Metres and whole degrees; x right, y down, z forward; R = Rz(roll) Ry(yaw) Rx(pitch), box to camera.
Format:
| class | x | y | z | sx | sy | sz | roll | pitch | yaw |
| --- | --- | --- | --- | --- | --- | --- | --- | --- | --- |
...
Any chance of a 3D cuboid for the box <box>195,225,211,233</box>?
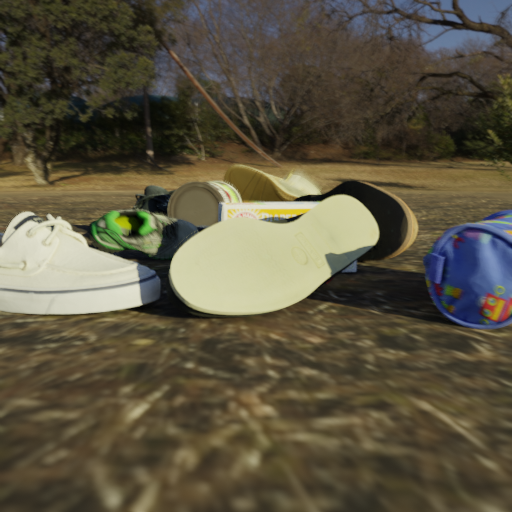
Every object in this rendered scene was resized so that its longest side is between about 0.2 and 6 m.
| class | x | y | z | sx | sy | sz | roll | pitch | yaw |
| --- | --- | --- | --- | --- | --- | --- | --- | --- | --- |
| box | -1.011 | -0.384 | 10.893 | 0.525 | 0.370 | 0.709 | -8 | 11 | -43 |

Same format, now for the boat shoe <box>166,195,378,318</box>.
| class | x | y | z | sx | sy | sz | roll | pitch | yaw |
| --- | --- | --- | --- | --- | --- | --- | --- | --- | --- |
| boat shoe | 0.189 | 0.089 | 6.123 | 2.884 | 1.055 | 0.904 | -20 | -15 | -43 |

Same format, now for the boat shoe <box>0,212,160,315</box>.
| class | x | y | z | sx | sy | sz | roll | pitch | yaw |
| --- | --- | --- | --- | --- | --- | --- | --- | --- | --- |
| boat shoe | -2.340 | 0.028 | 5.962 | 2.800 | 0.978 | 0.993 | 3 | 9 | 20 |

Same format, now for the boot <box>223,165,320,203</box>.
| class | x | y | z | sx | sy | sz | roll | pitch | yaw |
| --- | --- | --- | --- | --- | --- | --- | --- | --- | --- |
| boot | 0.515 | -1.595 | 13.829 | 2.658 | 0.958 | 2.056 | 25 | 21 | -5 |

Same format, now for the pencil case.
| class | x | y | z | sx | sy | sz | roll | pitch | yaw |
| --- | --- | --- | --- | --- | --- | --- | --- | --- | --- |
| pencil case | 2.496 | 0.042 | 5.901 | 1.068 | 0.959 | 2.459 | 9 | 12 | 30 |

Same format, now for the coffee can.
| class | x | y | z | sx | sy | sz | roll | pitch | yaw |
| --- | --- | --- | --- | --- | --- | --- | --- | --- | --- |
| coffee can | -1.072 | -1.010 | 12.166 | 1.226 | 1.226 | 1.675 | 2 | 8 | 10 |

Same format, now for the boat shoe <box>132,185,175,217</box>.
| class | x | y | z | sx | sy | sz | roll | pitch | yaw |
| --- | --- | --- | --- | --- | --- | --- | --- | --- | --- |
| boat shoe | -2.236 | -1.029 | 12.638 | 1.276 | 1.132 | 3.415 | 2 | 9 | 16 |

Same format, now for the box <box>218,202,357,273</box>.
| class | x | y | z | sx | sy | sz | roll | pitch | yaw |
| --- | --- | --- | --- | --- | --- | --- | --- | --- | --- |
| box | 0.412 | -0.289 | 8.143 | 1.908 | 0.967 | 1.073 | -1 | 7 | -5 |

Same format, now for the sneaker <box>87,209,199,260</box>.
| class | x | y | z | sx | sy | sz | roll | pitch | yaw |
| --- | --- | --- | --- | --- | --- | --- | --- | --- | --- |
| sneaker | -1.617 | -0.340 | 8.623 | 1.775 | 0.692 | 0.756 | -1 | -14 | -40 |

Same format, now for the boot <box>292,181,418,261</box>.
| class | x | y | z | sx | sy | sz | roll | pitch | yaw |
| --- | --- | --- | --- | --- | --- | --- | --- | --- | --- |
| boot | 1.834 | -0.564 | 9.726 | 1.306 | 1.274 | 3.461 | 8 | 3 | -23 |
